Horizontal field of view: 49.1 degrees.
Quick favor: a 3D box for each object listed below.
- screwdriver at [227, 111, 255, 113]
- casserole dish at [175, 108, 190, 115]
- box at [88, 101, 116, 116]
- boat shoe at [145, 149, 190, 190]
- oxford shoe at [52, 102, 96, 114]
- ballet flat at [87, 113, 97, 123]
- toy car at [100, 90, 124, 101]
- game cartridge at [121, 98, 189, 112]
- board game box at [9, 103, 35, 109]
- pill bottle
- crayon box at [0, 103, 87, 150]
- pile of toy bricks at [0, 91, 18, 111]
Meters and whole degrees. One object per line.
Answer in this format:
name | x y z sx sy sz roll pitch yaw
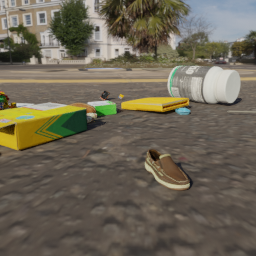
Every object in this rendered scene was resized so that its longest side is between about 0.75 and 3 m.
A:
screwdriver | 4.779 -0.610 10.287 2.235 0.312 0.325 5 43 7
casserole dish | 2.096 -0.632 10.759 0.473 0.151 0.780 -2 15 -7
box | -0.999 -0.751 10.702 0.870 0.421 0.768 -9 19 -26
boat shoe | 0.657 0.699 5.067 0.459 0.460 1.242 -8 17 -27
oxford shoe | -1.981 -0.491 9.706 1.749 0.624 0.623 -1 40 5
ballet flat | -1.485 -0.276 9.219 0.974 0.368 0.311 -7 45 -8
toy car | -0.820 -1.470 13.945 1.151 0.564 0.383 14 -32 -10
game cartridge | 1.081 -0.990 11.564 2.193 0.356 1.933 5 14 43
board game box | -4.643 -0.844 11.568 1.143 0.148 1.143 3 16 10
pill bottle | 3.474 -2.007 12.986 1.678 1.678 2.967 -14 20 -42
crayon box | -2.701 -0.103 7.611 1.775 0.710 2.796 11 17 35
pile of toy bricks | -4.701 -0.861 9.789 1.210 1.077 2.182 5 16 19
